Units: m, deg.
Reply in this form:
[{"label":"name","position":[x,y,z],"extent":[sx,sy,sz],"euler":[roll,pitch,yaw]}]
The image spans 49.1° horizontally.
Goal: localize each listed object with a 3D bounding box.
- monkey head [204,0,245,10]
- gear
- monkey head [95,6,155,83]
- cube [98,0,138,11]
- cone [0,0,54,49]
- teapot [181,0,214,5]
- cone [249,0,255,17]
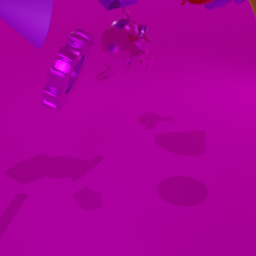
[{"label":"monkey head","position":[2.805,-3.790,8.104],"extent":[0.836,0.998,1.387],"euler":[-48,10,-1]},{"label":"gear","position":[-0.968,-0.920,4.563],"extent":[0.250,1.353,1.353],"euler":[26,29,-5]},{"label":"monkey head","position":[-0.009,-1.710,6.171],"extent":[1.082,1.795,1.291],"euler":[21,2,22]},{"label":"cube","position":[-0.237,-2.945,5.504],"extent":[0.788,0.788,0.788],"euler":[-26,68,-28]},{"label":"cone","position":[-1.735,-1.788,4.191],"extent":[0.970,0.967,0.967],"euler":[8,22,-30]},{"label":"teapot","position":[1.227,-2.326,4.610],"extent":[0.532,0.675,1.086],"euler":[6,-12,-44]},{"label":"cone","position":[3.677,-2.941,7.194],"extent":[1.509,1.515,1.509],"euler":[-6,54,8]}]
